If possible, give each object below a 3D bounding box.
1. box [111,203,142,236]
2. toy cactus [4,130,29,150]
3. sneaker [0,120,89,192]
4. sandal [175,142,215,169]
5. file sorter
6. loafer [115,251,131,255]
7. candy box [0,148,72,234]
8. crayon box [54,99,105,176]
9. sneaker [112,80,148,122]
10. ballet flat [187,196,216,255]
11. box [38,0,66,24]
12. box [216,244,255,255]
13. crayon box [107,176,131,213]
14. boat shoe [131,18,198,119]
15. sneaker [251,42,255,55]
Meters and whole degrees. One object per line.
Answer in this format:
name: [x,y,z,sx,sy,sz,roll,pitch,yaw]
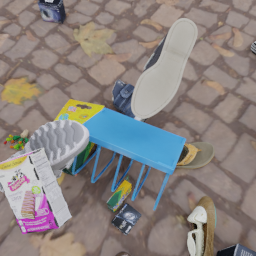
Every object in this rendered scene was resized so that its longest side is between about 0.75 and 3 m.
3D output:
box: [-0.050,2.843,8.763,0.629,0.171,0.785,35,66,18]
toy cactus: [-3.841,0.390,10.022,1.012,0.517,0.835,7,51,14]
sneaker: [-2.029,0.761,7.232,2.954,1.211,1.104,-30,59,25]
sandal: [1.815,0.876,9.591,2.402,0.649,0.965,-2,61,-1]
file sorter: [-0.013,0.913,8.644,2.888,1.772,2.004,22,27,12]
loafer: [0.409,4.287,7.599,2.192,0.778,0.801,36,67,18]
candy box: [-1.965,1.319,5.779,1.083,0.484,1.588,-19,95,26]
crayon box: [-1.931,0.243,9.726,1.634,0.654,2.574,14,61,26]
sneaker: [0.510,-1.466,10.726,1.825,0.961,2.526,39,69,16]
ballet flat: [2.105,3.046,8.247,0.811,0.761,2.243,24,63,-27]
box: [-3.491,-5.471,12.956,1.012,1.003,0.623,10,61,6]
box: [3.463,4.152,7.115,2.352,1.746,1.259,24,64,12]
crayon box: [-0.215,2.101,8.883,0.282,0.687,1.093,33,66,17]
boat shoe: [0.899,-1.459,7.235,0.975,0.841,2.683,27,93,-7]
sneaker: [6.268,-3.186,11.867,1.086,0.705,1.880,-27,63,-17]
